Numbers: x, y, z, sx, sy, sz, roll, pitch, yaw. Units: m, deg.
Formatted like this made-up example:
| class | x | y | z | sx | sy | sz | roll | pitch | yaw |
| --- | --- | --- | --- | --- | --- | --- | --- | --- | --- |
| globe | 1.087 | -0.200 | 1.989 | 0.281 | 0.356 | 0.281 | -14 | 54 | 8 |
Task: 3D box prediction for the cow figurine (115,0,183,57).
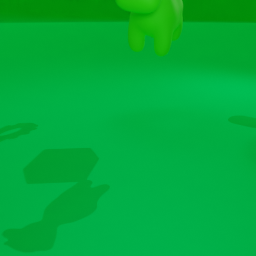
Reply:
| class | x | y | z | sx | sy | sz | roll | pitch | yaw |
| --- | --- | --- | --- | --- | --- | --- | --- | --- | --- |
| cow figurine | 0.352 | -1.695 | 3.737 | 0.771 | 1.383 | 1.405 | 16 | 42 | 20 |
